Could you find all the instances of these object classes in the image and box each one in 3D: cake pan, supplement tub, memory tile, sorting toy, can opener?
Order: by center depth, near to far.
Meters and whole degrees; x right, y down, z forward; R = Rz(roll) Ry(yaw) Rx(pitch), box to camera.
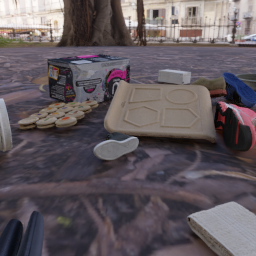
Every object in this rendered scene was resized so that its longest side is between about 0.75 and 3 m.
[{"bbox_3d":[-1.146,1.409,2.724,0.672,0.833,2.120,-9,11,-2],"label":"can opener"},{"bbox_3d":[-3.321,0.067,5.496,1.800,1.300,1.300,-11,22,-27],"label":"supplement tub"},{"bbox_3d":[0.923,-0.487,7.665,2.736,0.499,2.532,7,37,6],"label":"sorting toy"},{"bbox_3d":[-1.987,-0.442,8.282,1.713,0.188,2.234,-2,20,15],"label":"memory tile"},{"bbox_3d":[6.230,-2.157,13.108,2.448,0.449,2.448,0,19,0],"label":"cake pan"}]

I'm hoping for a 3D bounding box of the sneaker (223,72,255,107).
[{"bbox_3d":[4.023,-1.262,10.381,0.700,0.778,1.997,-4,41,-13],"label":"sneaker"}]

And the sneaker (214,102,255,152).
[{"bbox_3d":[2.805,-0.151,6.767,1.039,0.883,2.396,3,19,5],"label":"sneaker"}]

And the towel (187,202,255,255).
[{"bbox_3d":[1.459,1.373,3.440,0.869,0.226,1.312,-7,20,-25],"label":"towel"}]

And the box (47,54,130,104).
[{"bbox_3d":[-1.403,-1.865,10.639,1.766,1.534,2.673,20,28,38],"label":"box"}]

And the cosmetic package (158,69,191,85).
[{"bbox_3d":[2.326,-2.575,14.083,1.455,0.590,0.821,14,22,37],"label":"cosmetic package"}]

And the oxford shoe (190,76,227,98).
[{"bbox_3d":[2.563,-1.471,10.303,2.015,0.753,0.710,-1,-6,24],"label":"oxford shoe"}]

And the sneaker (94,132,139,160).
[{"bbox_3d":[-0.379,0.371,6.040,0.592,0.422,1.193,16,19,42],"label":"sneaker"}]
